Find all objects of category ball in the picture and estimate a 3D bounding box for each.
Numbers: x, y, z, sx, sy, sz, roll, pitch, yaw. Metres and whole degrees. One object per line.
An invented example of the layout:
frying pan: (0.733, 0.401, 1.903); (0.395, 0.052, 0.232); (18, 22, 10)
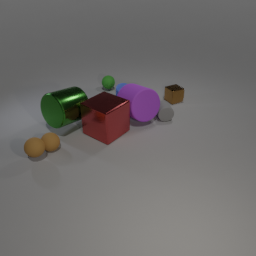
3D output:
ball: (-3.235, 0.670, 9.690); (0.700, 0.700, 0.700); (0, 32, 0)
ball: (-2.859, 0.512, 10.299); (0.700, 0.700, 0.700); (0, 32, 0)
ball: (-1.035, -2.418, 14.767); (0.700, 0.700, 0.700); (0, 32, 0)

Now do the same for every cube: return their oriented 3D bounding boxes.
cube: (2.265, -1.661, 13.725); (0.700, 0.700, 0.700); (-16, 34, -23)
cube: (-0.879, -0.435, 11.121); (1.400, 1.400, 1.400); (23, 39, 32)

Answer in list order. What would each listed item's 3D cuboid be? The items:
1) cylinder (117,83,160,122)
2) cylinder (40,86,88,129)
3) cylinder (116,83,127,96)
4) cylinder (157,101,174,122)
cylinder: (0.421, -1.106, 11.961); (1.400, 1.400, 1.400); (-17, 24, -25)
cylinder: (-2.492, -0.841, 11.156); (1.400, 1.400, 1.400); (22, 30, 31)
cylinder: (-0.223, -1.631, 13.177); (0.700, 0.700, 0.700); (2, 50, -2)
cylinder: (1.587, -0.748, 12.277); (0.700, 0.700, 0.700); (-5, 32, -8)
